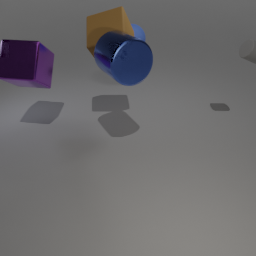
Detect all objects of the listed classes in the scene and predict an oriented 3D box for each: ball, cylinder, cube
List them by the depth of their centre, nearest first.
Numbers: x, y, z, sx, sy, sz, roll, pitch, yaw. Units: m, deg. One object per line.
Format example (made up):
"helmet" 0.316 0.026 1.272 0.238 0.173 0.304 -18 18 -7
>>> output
"cylinder" -0.162 -2.181 8.675 1.400 1.400 1.400 -15 33 -23
"cube" -0.594 -3.252 10.219 1.400 1.400 1.400 -10 67 15
"cylinder" 4.566 -2.787 10.223 0.700 0.700 0.700 15 27 -21
"cube" -3.680 -2.300 10.258 1.400 1.400 1.400 5 -3 8
"ball" 0.178 -4.467 14.005 1.400 1.400 1.400 0 32 0
